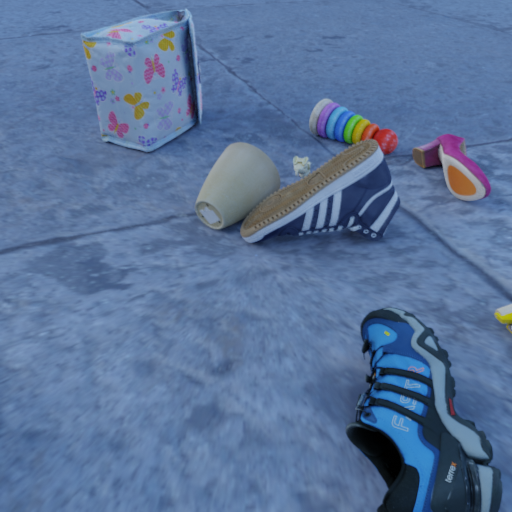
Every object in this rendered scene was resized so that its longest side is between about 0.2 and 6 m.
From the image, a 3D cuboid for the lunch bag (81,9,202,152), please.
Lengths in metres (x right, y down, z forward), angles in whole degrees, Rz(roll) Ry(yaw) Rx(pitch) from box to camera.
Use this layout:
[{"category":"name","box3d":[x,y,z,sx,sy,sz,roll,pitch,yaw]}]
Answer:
[{"category":"lunch bag","box3d":[-2.379,-4.413,13.748,2.001,2.669,3.148,16,37,24]}]

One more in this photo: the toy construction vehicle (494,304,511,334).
[{"category":"toy construction vehicle","box3d":[4.111,1.144,7.884,1.149,0.465,1.320,-20,36,-9]}]

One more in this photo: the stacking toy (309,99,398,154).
[{"category":"stacking toy","box3d":[2.379,-2.993,13.465,2.170,0.926,0.926,31,45,27]}]

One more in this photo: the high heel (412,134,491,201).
[{"category":"high heel","box3d":[4.470,-1.937,11.806,1.291,0.906,2.691,-17,24,-6]}]

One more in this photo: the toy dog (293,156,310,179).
[{"category":"toy dog","box3d":[0.975,-1.772,11.529,0.324,0.465,0.450,0,67,25]}]

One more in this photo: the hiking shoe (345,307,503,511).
[{"category":"hiking shoe","box3d":[1.612,1.665,6.473,1.282,1.100,2.958,-4,35,-8]}]

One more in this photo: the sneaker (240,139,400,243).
[{"category":"sneaker","box3d":[1.230,-0.688,10.050,2.848,1.545,0.998,-32,29,10]}]

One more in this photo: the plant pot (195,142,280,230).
[{"category":"plant pot","box3d":[-0.468,-1.178,10.551,1.337,1.337,1.427,20,52,26]}]
